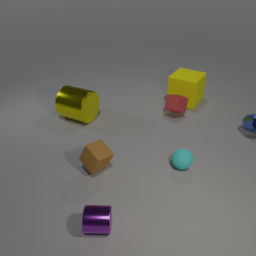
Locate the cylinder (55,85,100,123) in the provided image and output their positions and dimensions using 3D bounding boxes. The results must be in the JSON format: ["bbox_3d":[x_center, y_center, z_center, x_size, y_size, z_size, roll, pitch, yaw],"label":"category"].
[{"bbox_3d":[-2.163,-1.038,12.094,1.400,1.400,1.400,16,35,23],"label":"cylinder"}]

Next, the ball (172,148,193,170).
[{"bbox_3d":[1.811,1.027,9.309,0.700,0.700,0.700,0,31,0],"label":"ball"}]

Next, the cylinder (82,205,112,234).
[{"bbox_3d":[-0.781,2.350,7.216,0.700,0.700,0.700,1,31,1],"label":"cylinder"}]

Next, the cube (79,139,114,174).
[{"bbox_3d":[-1.011,0.912,8.982,0.700,0.700,0.700,-20,58,-46],"label":"cube"}]

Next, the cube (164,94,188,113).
[{"bbox_3d":[2.139,-1.069,12.401,0.700,0.700,0.700,10,0,-41],"label":"cube"}]

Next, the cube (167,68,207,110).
[{"bbox_3d":[2.821,-1.930,13.539,1.400,1.400,1.400,18,37,27],"label":"cube"}]

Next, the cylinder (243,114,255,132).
[{"bbox_3d":[4.961,-0.206,10.907,0.700,0.700,0.700,-4,3,-6],"label":"cylinder"}]
